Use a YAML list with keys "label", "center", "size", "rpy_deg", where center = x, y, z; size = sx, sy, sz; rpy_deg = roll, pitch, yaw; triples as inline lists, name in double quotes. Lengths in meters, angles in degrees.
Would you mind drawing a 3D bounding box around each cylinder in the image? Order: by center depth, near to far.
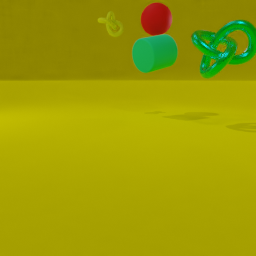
- label: "cylinder"
  center: [0.999, -2.784, 10.454]
  size: [1.235, 1.235, 1.235]
  rpy_deg: [-23, 22, -34]

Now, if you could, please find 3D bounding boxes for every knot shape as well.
- label: "knot shape"
  center: [2.714, -2.484, 8.451]
  size: [1.828, 1.954, 0.903]
  rpy_deg: [52, 3, 37]
- label: "knot shape"
  center: [-0.685, -4.405, 11.702]
  size: [1.125, 0.520, 1.052]
  rpy_deg: [29, 43, -23]

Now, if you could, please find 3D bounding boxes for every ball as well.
- label: "ball"
  center: [1.139, -4.359, 11.256]
  size: [1.260, 1.260, 1.260]
  rpy_deg: [0, 11, 0]
